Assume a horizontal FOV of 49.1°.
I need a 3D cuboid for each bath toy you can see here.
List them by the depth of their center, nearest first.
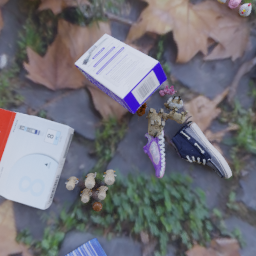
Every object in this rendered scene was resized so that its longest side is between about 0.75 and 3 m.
[{"bbox_3d":[3.181,-3.858,8.460,1.282,0.474,0.557,38,86,3],"label":"bath toy"}]

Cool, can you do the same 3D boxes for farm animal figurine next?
[{"bbox_3d":[0.977,-0.423,8.045,1.480,0.744,1.195,-28,64,-24],"label":"farm animal figurine"}]

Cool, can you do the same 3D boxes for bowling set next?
[{"bbox_3d":[-1.004,1.776,7.901,1.421,0.763,0.989,-5,103,-2],"label":"bowling set"}]

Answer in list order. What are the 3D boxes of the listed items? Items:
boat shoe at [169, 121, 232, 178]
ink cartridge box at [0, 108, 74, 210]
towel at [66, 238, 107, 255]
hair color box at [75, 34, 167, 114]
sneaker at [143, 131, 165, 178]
[{"bbox_3d":[1.994,0.790,7.918,0.886,0.714,1.912,-35,77,-6],"label":"boat shoe"},{"bbox_3d":[-3.284,0.709,7.914,2.940,0.695,2.354,16,85,0],"label":"ink cartridge box"},{"bbox_3d":[-1.287,4.003,7.858,1.625,0.194,1.176,-31,85,-3],"label":"towel"},{"bbox_3d":[-0.258,-1.522,7.500,1.283,0.761,2.347,-46,52,-5],"label":"hair color box"},{"bbox_3d":[0.754,0.717,8.024,0.623,0.567,1.409,-4,80,6],"label":"sneaker"}]
